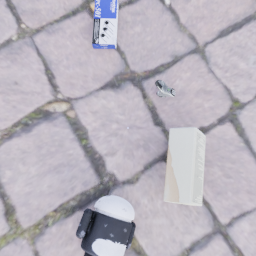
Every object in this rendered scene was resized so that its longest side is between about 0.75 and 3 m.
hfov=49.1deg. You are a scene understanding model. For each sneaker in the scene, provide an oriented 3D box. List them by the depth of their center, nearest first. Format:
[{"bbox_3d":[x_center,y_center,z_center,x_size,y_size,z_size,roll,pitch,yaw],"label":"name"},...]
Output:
[{"bbox_3d":[0.978,-1.112,8.362,0.879,0.508,0.330,27,63,-39],"label":"sneaker"}]

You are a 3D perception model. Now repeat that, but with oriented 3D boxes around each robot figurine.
[{"bbox_3d":[-0.555,2.793,7.531,1.202,1.448,1.927,13,74,18],"label":"robot figurine"}]

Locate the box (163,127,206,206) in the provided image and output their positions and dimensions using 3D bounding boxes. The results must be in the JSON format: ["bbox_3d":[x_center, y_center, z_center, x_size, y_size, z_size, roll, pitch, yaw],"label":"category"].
[{"bbox_3d":[1.588,1.060,7.694,0.783,0.956,2.013,-3,71,33],"label":"box"}]

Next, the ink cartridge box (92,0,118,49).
[{"bbox_3d":[-0.732,-3.389,9.096,0.756,0.355,1.607,2,79,3],"label":"ink cartridge box"}]
